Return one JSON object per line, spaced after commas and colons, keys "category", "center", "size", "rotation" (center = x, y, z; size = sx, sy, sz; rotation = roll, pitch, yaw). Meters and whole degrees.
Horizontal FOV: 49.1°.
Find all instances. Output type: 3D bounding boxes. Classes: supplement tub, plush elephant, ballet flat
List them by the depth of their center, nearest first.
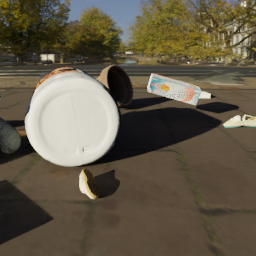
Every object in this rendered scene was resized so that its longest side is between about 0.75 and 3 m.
{"category": "plush elephant", "center": [-3.770, -0.056, 4.962], "size": [2.844, 2.202, 2.342], "rotation": [32, -27, 0]}
{"category": "supplement tub", "center": [-1.313, -0.441, 6.450], "size": [1.809, 1.809, 2.953], "rotation": [-4, 16, -14]}
{"category": "ballet flat", "center": [3.419, -0.217, 8.426], "size": [1.099, 0.382, 0.382], "rotation": [-1, 15, -3]}

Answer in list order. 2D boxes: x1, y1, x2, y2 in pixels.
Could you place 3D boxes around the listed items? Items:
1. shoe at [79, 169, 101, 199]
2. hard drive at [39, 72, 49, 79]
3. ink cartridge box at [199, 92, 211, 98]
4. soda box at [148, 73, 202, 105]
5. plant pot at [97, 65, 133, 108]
{"category": "shoe", "center": [-0.640, 0.943, 4.552], "size": [0.280, 0.214, 0.802], "rotation": [30, 8, -24]}
{"category": "hard drive", "center": [-3.412, -2.552, 15.360], "size": [1.641, 0.515, 2.433], "rotation": [12, 0, 37]}
{"category": "ink cartridge box", "center": [3.388, -1.611, 13.742], "size": [1.083, 0.260, 0.788], "rotation": [0, 16, -8]}
{"category": "soda box", "center": [1.484, -1.256, 9.061], "size": [1.654, 0.526, 0.566], "rotation": [15, 24, -3]}
{"category": "plant pot", "center": [-0.827, -1.472, 10.973], "size": [1.440, 1.651, 1.651], "rotation": [-15, 4, 36]}
